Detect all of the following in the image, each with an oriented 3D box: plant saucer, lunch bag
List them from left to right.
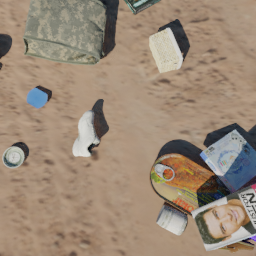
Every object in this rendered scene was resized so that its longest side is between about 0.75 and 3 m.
[{"bbox_3d":[-3.960,1.028,9.755,0.758,0.190,0.758,0,78,0],"label":"plant saucer"},{"bbox_3d":[-2.132,-3.543,10.001,2.722,1.600,2.232,9,76,-16],"label":"lunch bag"}]

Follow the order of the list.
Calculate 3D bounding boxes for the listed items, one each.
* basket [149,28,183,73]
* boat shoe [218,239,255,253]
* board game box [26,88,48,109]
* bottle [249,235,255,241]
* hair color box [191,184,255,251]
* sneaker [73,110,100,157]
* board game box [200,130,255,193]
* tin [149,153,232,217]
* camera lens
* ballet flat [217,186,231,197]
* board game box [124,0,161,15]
[{"bbox_3d":[1.358,-2.798,10.264,0.827,0.908,1.340,-19,78,0],"label":"basket"},{"bbox_3d":[3.353,3.775,9.034,1.347,0.485,0.458,10,82,12],"label":"boat shoe"},{"bbox_3d":[-3.307,-1.068,10.252,0.803,0.156,0.634,28,83,12],"label":"board game box"},{"bbox_3d":[4.406,2.533,9.128,0.954,0.746,2.285,27,79,3],"label":"bottle"},{"bbox_3d":[3.173,2.518,8.000,2.399,0.727,1.188,-33,59,24],"label":"hair color box"},{"bbox_3d":[-1.301,0.223,9.656,0.829,0.650,1.667,11,87,17],"label":"sneaker"},{"bbox_3d":[3.532,1.066,9.354,1.602,0.348,1.595,-29,68,-20],"label":"board game box"},{"bbox_3d":[2.045,2.007,9.352,2.878,0.603,1.612,31,75,5],"label":"tin"},{"bbox_3d":[1.442,2.973,9.053,0.880,0.704,0.704,26,79,5],"label":"camera lens"},{"bbox_3d":[3.231,2.185,8.980,0.285,0.267,0.788,-40,73,-7],"label":"ballet flat"},{"bbox_3d":[0.798,-5.628,11.181,2.204,0.310,1.491,-31,79,-7],"label":"board game box"}]
